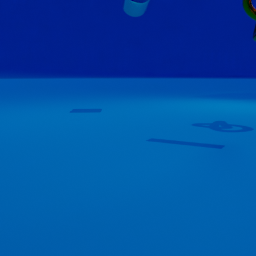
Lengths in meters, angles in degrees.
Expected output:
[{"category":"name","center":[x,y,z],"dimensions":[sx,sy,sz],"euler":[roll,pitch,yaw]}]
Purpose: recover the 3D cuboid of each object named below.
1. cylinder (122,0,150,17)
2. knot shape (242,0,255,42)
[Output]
[{"category":"cylinder","center":[0.328,-5.002,10.748],"dimensions":[1.054,1.054,1.054],"euler":[-1,-3,-7]},{"category":"knot shape","center":[3.741,-3.271,7.592],"dimensions":[0.731,1.481,1.582],"euler":[-19,-3,-13]}]
